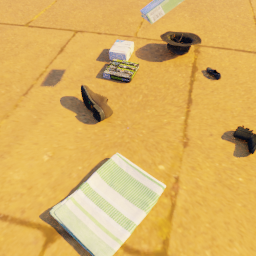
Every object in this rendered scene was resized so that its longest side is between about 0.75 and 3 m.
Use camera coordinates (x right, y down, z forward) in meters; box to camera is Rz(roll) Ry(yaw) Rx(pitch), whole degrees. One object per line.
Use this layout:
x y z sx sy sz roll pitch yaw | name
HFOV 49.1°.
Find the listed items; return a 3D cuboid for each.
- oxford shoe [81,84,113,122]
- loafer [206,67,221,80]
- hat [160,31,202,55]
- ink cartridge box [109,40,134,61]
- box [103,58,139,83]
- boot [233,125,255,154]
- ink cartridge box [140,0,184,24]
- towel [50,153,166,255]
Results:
-1.310 -1.109 11.641 0.861 0.741 2.039 -24 61 -27 | oxford shoe
4.120 -2.680 13.405 0.331 0.342 0.974 -20 48 -18 | loafer
2.703 -4.339 14.647 2.172 0.876 2.172 3 37 -2 | hat
-0.328 -4.017 14.575 0.952 0.558 1.300 12 48 13 | ink cartridge box
-0.324 -2.791 13.534 1.417 0.337 1.368 14 45 14 | box
4.337 0.407 10.290 0.949 0.429 1.158 28 44 22 | boot
1.228 -5.034 11.355 1.558 0.513 2.141 -35 32 10 | ink cartridge box
-0.535 2.208 8.563 2.285 0.350 2.995 31 53 26 | towel
